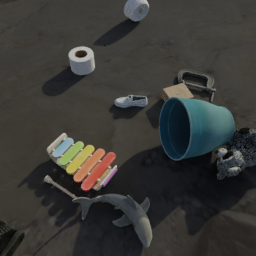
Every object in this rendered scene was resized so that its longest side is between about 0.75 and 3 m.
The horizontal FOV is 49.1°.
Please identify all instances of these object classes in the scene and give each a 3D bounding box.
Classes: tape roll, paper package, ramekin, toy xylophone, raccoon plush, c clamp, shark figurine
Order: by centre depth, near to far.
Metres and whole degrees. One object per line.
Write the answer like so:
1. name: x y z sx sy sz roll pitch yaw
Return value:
1. shark figurine: -0.243 2.178 8.026 2.388 0.996 1.427 21 54 13
2. raccoon plush: 4.002 1.096 8.785 2.552 1.235 1.710 18 62 13
3. toy xylophone: -1.580 1.262 8.934 2.419 0.608 1.771 22 55 16
4. paper package: 1.921 -1.207 10.929 0.951 0.492 0.907 -17 54 -12
5. c clamp: 2.839 -1.884 11.615 1.764 0.239 1.507 21 55 15
6. tape roll: -1.988 -2.904 12.098 1.055 0.724 1.055 0 53 0
7. ramekin: 0.477 -6.046 14.240 1.308 1.308 0.609 -26 68 -19

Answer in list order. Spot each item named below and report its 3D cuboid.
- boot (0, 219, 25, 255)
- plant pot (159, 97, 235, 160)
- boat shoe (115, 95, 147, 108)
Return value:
1. boot: -3.666 3.170 7.423 1.165 0.586 1.558 23 41 9
2. plant pot: 2.314 -0.025 9.171 1.892 2.014 2.014 -3 51 -20
3. boat shoe: 0.118 -1.105 10.888 1.278 0.427 0.470 -2 52 -2
